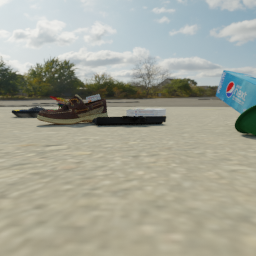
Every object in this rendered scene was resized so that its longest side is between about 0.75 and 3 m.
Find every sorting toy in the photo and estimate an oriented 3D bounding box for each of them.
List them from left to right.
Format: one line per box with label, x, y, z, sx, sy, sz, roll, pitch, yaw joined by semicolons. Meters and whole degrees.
sorting toy;-3.439;-1.131;16.362;1.306;0.458;2.710;15;-10;27

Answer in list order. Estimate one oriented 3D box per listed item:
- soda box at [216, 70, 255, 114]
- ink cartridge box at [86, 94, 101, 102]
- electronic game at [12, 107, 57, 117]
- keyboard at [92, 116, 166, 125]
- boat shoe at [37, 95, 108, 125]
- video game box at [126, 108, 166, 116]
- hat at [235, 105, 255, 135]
soda box;3.706;-0.932;8.289;1.016;0.961;2.996;9;21;-8
ink cartridge box;-1.471;-0.953;12.581;0.640;0.881;0.637;-15;-18;-8
electronic game;-5.090;-0.923;15.707;2.664;0.554;2.664;0;5;0
keyboard;0.076;-0.259;10.004;2.526;0.324;1.517;-2;-1;-16
boat shoe;-2.000;-0.738;10.551;2.870;1.033;1.035;-5;13;-35
video game box;1.058;-0.880;15.830;1.781;0.458;1.955;5;6;21
hat;3.171;0.125;6.298;1.031;1.095;1.244;14;-45;-23
